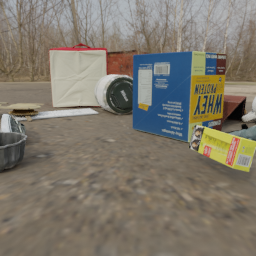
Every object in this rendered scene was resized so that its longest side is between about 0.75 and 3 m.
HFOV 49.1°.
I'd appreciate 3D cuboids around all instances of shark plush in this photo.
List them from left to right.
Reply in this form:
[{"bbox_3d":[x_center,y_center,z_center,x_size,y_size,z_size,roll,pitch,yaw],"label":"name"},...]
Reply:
[{"bbox_3d":[2.796,0.145,5.622,1.981,0.900,0.825,18,51,44],"label":"shark plush"}]

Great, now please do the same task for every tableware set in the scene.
[{"bbox_3d":[-4.170,-0.547,9.404,2.456,0.492,1.623,2,10,2],"label":"tableware set"}]

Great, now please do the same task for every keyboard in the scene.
[{"bbox_3d":[-2.527,-0.494,9.956,2.903,0.155,0.817,-7,14,-31],"label":"keyboard"}]

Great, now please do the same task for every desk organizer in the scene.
[{"bbox_3d":[3.128,-0.585,8.791,0.869,0.810,2.258,8,14,26],"label":"desk organizer"}]

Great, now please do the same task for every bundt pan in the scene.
[{"bbox_3d":[-2.295,0.414,4.608,1.254,0.471,1.254,-1,11,0],"label":"bundt pan"}]

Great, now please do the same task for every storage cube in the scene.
[{"bbox_3d":[-2.185,-2.455,13.099,2.482,2.903,2.610,0,17,-5],"label":"storage cube"}]

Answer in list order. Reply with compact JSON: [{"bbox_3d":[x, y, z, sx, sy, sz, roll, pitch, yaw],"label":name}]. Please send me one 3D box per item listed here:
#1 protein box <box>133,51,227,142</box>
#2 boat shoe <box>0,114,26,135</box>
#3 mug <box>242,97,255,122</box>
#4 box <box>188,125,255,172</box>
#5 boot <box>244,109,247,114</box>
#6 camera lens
[{"bbox_3d":[1.218,-0.853,7.078,1.326,1.966,1.952,-9,15,-39],"label":"protein box"},{"bbox_3d":[-2.609,0.088,6.376,0.536,0.545,1.511,4,18,-26],"label":"boat shoe"},{"bbox_3d":[4.136,-0.554,8.482,1.398,1.032,1.225,-29,-3,31],"label":"mug"},{"bbox_3d":[1.329,0.259,4.098,0.288,0.433,1.151,13,6,-20],"label":"box"},{"bbox_3d":[4.122,-0.693,10.353,0.386,0.396,1.049,8,12,41],"label":"boot"},{"bbox_3d":[-0.447,-1.304,10.674,1.438,1.438,1.797,-4,13,-21],"label":"camera lens"}]
